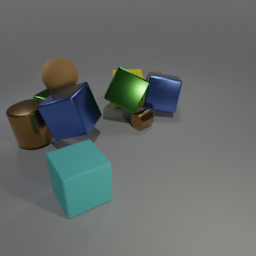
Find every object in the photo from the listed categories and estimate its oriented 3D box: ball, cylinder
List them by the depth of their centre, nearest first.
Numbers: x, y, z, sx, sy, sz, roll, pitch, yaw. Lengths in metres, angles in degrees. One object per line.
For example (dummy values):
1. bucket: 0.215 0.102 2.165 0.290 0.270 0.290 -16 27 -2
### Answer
1. cylinder: -3.635 -0.177 10.499 1.400 1.400 1.400 -6 31 4
2. ball: -2.652 -2.043 10.938 1.400 1.400 1.400 0 32 0
3. cylinder: 0.592 -0.362 11.583 0.700 0.700 0.700 -24 40 -33

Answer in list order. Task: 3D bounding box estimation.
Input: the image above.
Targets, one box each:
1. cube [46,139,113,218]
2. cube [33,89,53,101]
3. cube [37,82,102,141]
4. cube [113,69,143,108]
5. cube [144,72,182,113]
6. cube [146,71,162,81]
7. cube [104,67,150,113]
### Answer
1. cube: -1.391 1.410 8.090 1.400 1.400 1.400 -18 36 -26
2. cube: -2.852 -0.840 11.686 1.400 1.400 1.400 16 36 23
3. cube: -1.986 -0.589 9.824 1.400 1.400 1.400 -11 27 24
4. cube: -0.017 -1.892 13.348 1.400 1.400 1.400 -2 32 -2
5. cube: 1.515 -1.621 12.497 1.400 1.400 1.400 10 19 0
6. cube: 1.420 -2.487 14.666 0.700 0.700 0.700 -7 66 -18
7. cube: -0.087 -1.599 11.729 1.400 1.400 1.400 26 7 -8
